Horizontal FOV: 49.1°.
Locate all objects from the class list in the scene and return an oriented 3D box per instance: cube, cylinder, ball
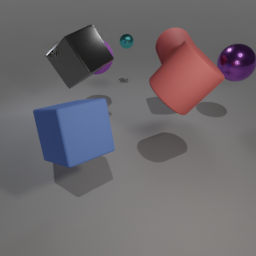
[{"bbox_3d":[-1.393,0.062,7.245,1.400,1.400,1.400,-18,14,-39],"label":"cube"},{"bbox_3d":[-1.650,-2.448,9.690,1.400,1.400,1.400,-21,17,45],"label":"cube"},{"bbox_3d":[1.513,-1.297,7.329,1.400,1.400,1.400,34,27,-21],"label":"cylinder"},{"bbox_3d":[-1.297,-2.859,11.254,1.400,1.400,1.400,0,32,0],"label":"ball"},{"bbox_3d":[-0.071,-4.215,13.636,0.700,0.700,0.700,0,32,0],"label":"ball"},{"bbox_3d":[4.078,-2.449,10.537,1.400,1.400,1.400,0,32,0],"label":"ball"},{"bbox_3d":[1.858,-2.849,10.614,1.400,1.400,1.400,-4,44,-6],"label":"cylinder"}]
